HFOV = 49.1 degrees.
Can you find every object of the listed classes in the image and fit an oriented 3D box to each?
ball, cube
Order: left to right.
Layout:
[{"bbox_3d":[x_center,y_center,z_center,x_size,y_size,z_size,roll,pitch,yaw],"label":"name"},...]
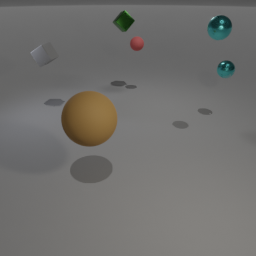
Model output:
[{"bbox_3d":[-3.516,-3.112,11.868,0.700,0.700,0.700,-24,17,26],"label":"cube"},{"bbox_3d":[-0.965,-0.230,7.054,1.400,1.400,1.400,0,27,0],"label":"ball"},{"bbox_3d":[-0.216,-5.207,13.694,0.700,0.700,0.700,39,2,-24],"label":"cube"},{"bbox_3d":[0.451,-4.230,14.074,0.700,0.700,0.700,0,27,0],"label":"ball"},{"bbox_3d":[2.687,-2.937,8.220,0.700,0.700,0.700,0,27,0],"label":"ball"},{"bbox_3d":[3.910,-2.342,11.187,0.700,0.700,0.700,0,27,0],"label":"ball"}]
